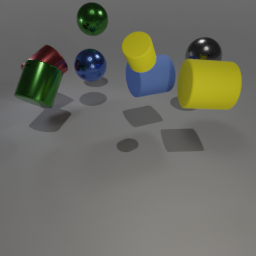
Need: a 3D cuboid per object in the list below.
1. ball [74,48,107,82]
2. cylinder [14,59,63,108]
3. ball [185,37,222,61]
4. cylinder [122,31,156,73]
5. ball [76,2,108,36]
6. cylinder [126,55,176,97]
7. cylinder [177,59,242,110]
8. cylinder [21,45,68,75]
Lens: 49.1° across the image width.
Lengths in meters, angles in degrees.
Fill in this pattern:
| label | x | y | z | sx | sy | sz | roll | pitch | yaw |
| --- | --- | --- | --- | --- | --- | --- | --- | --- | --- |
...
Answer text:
| label | x | y | z | sx | sy | sz | roll | pitch | yaw |
| --- | --- | --- | --- | --- | --- | --- | --- | --- | --- |
| ball | -1.622 | -2.709 | 12.098 | 1.400 | 1.400 | 1.400 | 0 | 32 | 0 |
| cylinder | -3.275 | -1.601 | 10.326 | 1.400 | 1.400 | 1.400 | 16 | -8 | 2 |
| ball | 2.954 | -2.827 | 10.965 | 1.400 | 1.400 | 1.400 | 0 | 32 | 0 |
| cylinder | 0.271 | -1.779 | 6.609 | 0.700 | 0.700 | 0.700 | -4 | 72 | 14 |
| ball | -1.571 | -4.801 | 12.393 | 1.400 | 1.400 | 1.400 | 0 | 32 | 0 |
| cylinder | 0.807 | -1.929 | 10.360 | 1.400 | 1.400 | 1.400 | -12 | 34 | -20 |
| cylinder | 2.309 | -1.255 | 8.163 | 1.400 | 1.400 | 1.400 | 2 | 32 | -8 |
| cylinder | -3.505 | -2.527 | 11.820 | 1.400 | 1.400 | 1.400 | 28 | 66 | 36 |
